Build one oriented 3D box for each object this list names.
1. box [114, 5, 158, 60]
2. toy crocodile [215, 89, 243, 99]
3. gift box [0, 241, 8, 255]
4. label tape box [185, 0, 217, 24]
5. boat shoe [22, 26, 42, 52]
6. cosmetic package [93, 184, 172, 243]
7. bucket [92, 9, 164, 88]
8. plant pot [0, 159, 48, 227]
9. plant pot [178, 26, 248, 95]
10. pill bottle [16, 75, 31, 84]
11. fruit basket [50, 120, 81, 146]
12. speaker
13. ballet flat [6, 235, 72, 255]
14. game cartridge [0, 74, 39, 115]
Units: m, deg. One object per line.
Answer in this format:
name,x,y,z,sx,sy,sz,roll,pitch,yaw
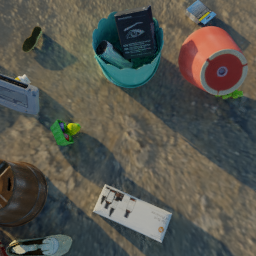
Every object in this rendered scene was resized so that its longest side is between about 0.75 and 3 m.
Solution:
box,0.329,-3.363,9.892,1.182,1.597,0.833,-3,30,17
toy crocodile,3.852,-1.289,10.642,1.063,0.328,0.359,-3,72,-6
gift box,-5.066,3.922,7.927,2.211,2.368,2.185,-34,70,-9
label tape box,3.031,-4.751,11.713,0.751,0.330,1.041,-41,77,-12
boat shoe,-3.866,-3.553,11.367,0.436,0.376,1.197,25,80,-4
cosmetic package,0.144,2.781,9.164,2.377,0.602,0.981,22,74,7
bucket,0.014,-2.835,10.396,2.588,1.684,2.588,0,73,1
plant pot,-3.891,1.909,8.614,2.218,2.196,2.218,0,72,1
plant pot,2.932,-2.178,9.550,2.167,2.167,1.918,-4,29,-1
pill bottle,-4.168,-1.645,10.642,0.858,0.482,0.482,-37,76,-11
fruit basket,-2.172,0.103,10.032,0.975,0.703,0.975,-3,80,15
speaker,-0.478,-2.635,10.373,0.594,1.462,0.594,-18,62,37
ballet flat,-2.805,3.798,8.818,2.045,0.638,0.690,-7,72,-2
game cartridge,-4.009,-1.169,9.721,1.922,1.280,0.399,20,53,0
